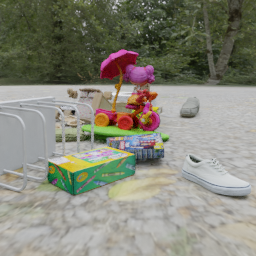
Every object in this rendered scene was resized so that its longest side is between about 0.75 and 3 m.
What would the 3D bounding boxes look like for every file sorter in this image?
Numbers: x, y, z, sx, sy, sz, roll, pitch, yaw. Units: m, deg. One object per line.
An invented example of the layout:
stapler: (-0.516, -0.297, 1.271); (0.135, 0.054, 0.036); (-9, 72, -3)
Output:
file sorter: (-1.803, 0.213, 5.688); (1.305, 1.454, 2.095); (9, 14, 26)

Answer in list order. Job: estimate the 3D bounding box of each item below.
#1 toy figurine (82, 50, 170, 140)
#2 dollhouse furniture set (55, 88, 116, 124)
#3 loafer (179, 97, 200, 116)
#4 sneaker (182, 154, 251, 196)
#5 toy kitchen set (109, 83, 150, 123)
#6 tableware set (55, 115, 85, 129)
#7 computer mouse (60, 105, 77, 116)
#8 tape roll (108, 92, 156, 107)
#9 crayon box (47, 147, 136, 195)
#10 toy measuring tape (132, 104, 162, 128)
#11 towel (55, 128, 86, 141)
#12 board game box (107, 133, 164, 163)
toy figurine: (0.035, -1.088, 8.705); (2.811, 2.588, 2.111); (8, 6, 18)
dollhouse furniture set: (-1.945, -1.054, 11.131); (2.780, 1.441, 1.231); (5, -20, 26)
loafer: (3.011, -1.066, 13.591); (0.858, 0.856, 2.453); (4, 12, 19)
sneaker: (1.518, 0.807, 5.032); (0.512, 0.497, 1.403); (-9, 14, -38)
toy kitchen set: (-0.024, -1.257, 12.215); (1.949, 1.763, 2.161); (0, 11, -2)
tableware set: (-2.485, -0.203, 10.363); (1.693, 0.196, 1.414); (-11, 23, -31)
computer mouse: (-1.900, -0.665, 12.583); (2.365, 0.519, 1.297); (6, 18, 6)
tape roll: (0.250, -1.420, 15.235); (2.648, 0.926, 2.648); (0, 10, 0)
crayon box: (-0.676, 0.762, 5.411); (1.493, 0.435, 0.887); (-11, 15, -43)
toy measuring tape: (0.735, -0.571, 10.947); (1.002, 1.002, 2.725); (3, 12, 14)
towel: (-2.048, 0.212, 8.685); (1.433, 0.262, 1.064); (-3, 11, -12)
board game box: (0.139, 0.495, 6.728); (1.390, 0.429, 1.391); (-3, 13, 4)
